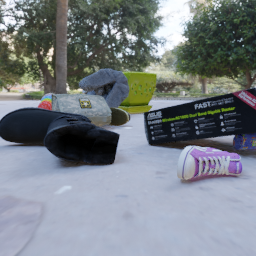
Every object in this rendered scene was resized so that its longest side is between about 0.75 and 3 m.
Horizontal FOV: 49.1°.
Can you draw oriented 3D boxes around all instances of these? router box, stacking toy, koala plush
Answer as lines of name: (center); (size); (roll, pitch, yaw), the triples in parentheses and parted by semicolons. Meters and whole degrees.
router box: (2.169, -0.270, 6.924); (2.898, 0.900, 2.172); (-10, -2, 42)
stacking toy: (-4.923, -1.341, 17.280); (1.279, 1.279, 2.996); (-1, 14, -8)
koala plush: (-1.461, -1.849, 15.764); (2.553, 2.463, 2.778); (-45, 7, -32)

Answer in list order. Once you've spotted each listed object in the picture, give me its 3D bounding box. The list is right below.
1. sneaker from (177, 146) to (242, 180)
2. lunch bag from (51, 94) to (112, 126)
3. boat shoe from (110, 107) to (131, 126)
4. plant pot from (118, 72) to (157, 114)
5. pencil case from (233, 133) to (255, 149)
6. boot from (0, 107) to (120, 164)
sneaker: (1.340, 0.548, 4.384); (0.770, 0.489, 1.350); (10, 12, 38)
lunch bag: (-1.797, -0.615, 10.451); (1.825, 1.308, 2.225); (-3, 14, -25)
boat shoe: (-0.619, -0.503, 11.625); (2.096, 0.749, 0.689); (1, 10, 44)
plant pot: (-0.010, -2.311, 18.508); (2.864, 2.612, 2.878); (7, 10, 41)
pencil case: (3.009, 0.284, 6.637); (0.994, 0.432, 0.388); (-3, 25, -12)
boot: (-1.701, 0.158, 6.133); (2.394, 0.953, 2.905); (-4, 13, -18)
